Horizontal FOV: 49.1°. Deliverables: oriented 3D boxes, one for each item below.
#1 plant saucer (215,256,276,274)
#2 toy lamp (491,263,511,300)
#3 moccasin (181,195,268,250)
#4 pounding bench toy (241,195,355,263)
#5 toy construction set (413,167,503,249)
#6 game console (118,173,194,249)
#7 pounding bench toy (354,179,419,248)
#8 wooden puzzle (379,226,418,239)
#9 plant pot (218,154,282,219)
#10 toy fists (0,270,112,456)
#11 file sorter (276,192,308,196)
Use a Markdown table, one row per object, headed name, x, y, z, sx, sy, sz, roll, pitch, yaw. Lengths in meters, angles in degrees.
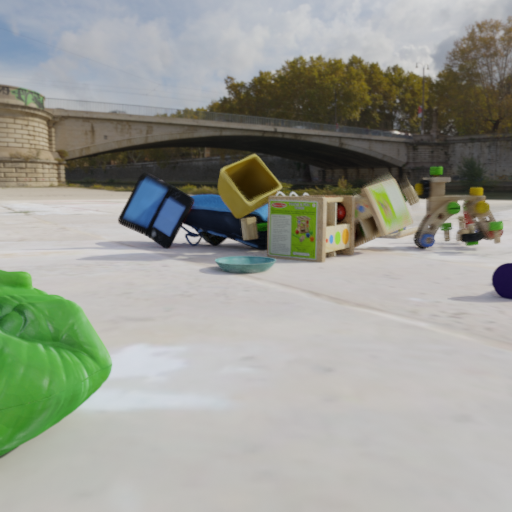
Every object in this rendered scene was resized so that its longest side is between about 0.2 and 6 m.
| name | x | y | z | sx | sy | sz | roll | pitch | yaw |
| --- | --- | --- | --- | --- | --- | --- | --- | --- | --- |
| plant saucer | -0.182 | 0.158 | 9.578 | 1.051 | 0.189 | 1.051 | 0 | 7 | 0 |
| toy lamp | 3.916 | 0.217 | 7.830 | 0.551 | 0.551 | 1.894 | 7 | 10 | 44 |
| moccasin | -1.045 | -0.732 | 13.066 | 1.342 | 1.137 | 3.336 | -23 | 25 | -39 |
| pounding bench toy | 0.865 | -0.627 | 11.525 | 1.982 | 1.231 | 1.546 | 5 | 9 | 34 |
| toy construction set | 4.580 | -1.182 | 12.848 | 1.956 | 1.803 | 2.346 | -6 | 3 | 26 |
| game console | -2.233 | -1.002 | 12.536 | 1.130 | 1.312 | 0.778 | 32 | 6 | 29 |
| pounding bench toy | 2.626 | -0.937 | 12.259 | 1.670 | 1.038 | 1.303 | -21 | -4 | -39 |
| wooden puzzle | 3.443 | -0.825 | 15.996 | 1.965 | 0.455 | 1.820 | 4 | 9 | 31 |
| plant pot | -0.228 | -1.294 | 11.376 | 0.937 | 0.931 | 0.958 | -30 | -15 | -31 |
| toy fists | -2.308 | 0.566 | 3.568 | 2.841 | 0.977 | 1.448 | 2 | 7 | 21 |
| file sorter | 0.635 | -0.947 | 13.408 | 1.543 | 0.961 | 1.071 | 7 | -18 | 35 |
